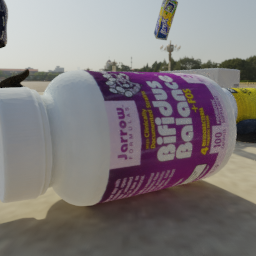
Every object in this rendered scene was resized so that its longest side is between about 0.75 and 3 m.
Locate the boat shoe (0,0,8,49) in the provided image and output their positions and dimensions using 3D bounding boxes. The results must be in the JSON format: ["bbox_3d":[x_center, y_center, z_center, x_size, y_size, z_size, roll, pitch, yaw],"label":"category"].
[{"bbox_3d":[-2.799,-2.356,5.873,0.460,1.233,0.572,-9,-4,-8],"label":"boat shoe"}]

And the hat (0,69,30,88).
[{"bbox_3d":[-3.672,-0.779,8.672,2.280,0.920,2.280,-39,12,10],"label":"hat"}]

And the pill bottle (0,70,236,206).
[{"bbox_3d":[-0.105,0.060,2.722,2.167,1.217,1.217,-6,10,-31],"label":"pill bottle"}]

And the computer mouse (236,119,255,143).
[{"bbox_3d":[3.225,-0.008,5.861,2.457,0.418,0.720,-3,8,-24],"label":"computer mouse"}]

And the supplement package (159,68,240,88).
[{"bbox_3d":[2.818,-1.497,11.380,1.668,1.689,2.785,-8,12,-42],"label":"supplement package"}]

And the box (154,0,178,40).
[{"bbox_3d":[0.919,-2.683,6.902,0.306,0.951,0.333,4,39,-13],"label":"box"}]

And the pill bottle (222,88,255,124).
[{"bbox_3d":[2.263,-0.388,6.266,1.836,1.029,1.029,-4,10,-27],"label":"pill bottle"}]
